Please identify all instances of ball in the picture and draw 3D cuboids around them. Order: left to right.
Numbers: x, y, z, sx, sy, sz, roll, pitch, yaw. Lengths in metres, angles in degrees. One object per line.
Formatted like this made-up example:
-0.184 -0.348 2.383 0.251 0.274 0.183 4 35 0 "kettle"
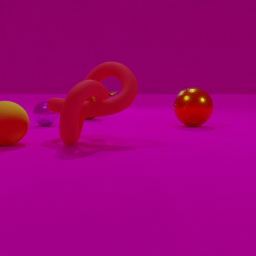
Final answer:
-2.350 -0.089 5.383 0.848 0.848 0.848 0 8 0 "ball"
-2.452 -0.416 8.339 0.724 0.724 0.724 0 8 0 "ball"
1.899 -0.606 8.171 1.142 1.142 1.142 0 8 0 "ball"

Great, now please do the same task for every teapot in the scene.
-1.307 -0.880 10.282 1.853 1.152 0.907 -30 -21 20 "teapot"

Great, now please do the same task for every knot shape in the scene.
-0.892 -0.503 5.760 1.997 0.923 1.869 -44 20 -30 "knot shape"
